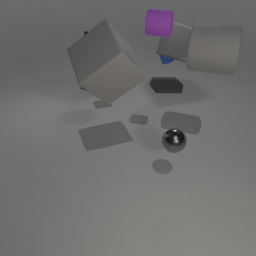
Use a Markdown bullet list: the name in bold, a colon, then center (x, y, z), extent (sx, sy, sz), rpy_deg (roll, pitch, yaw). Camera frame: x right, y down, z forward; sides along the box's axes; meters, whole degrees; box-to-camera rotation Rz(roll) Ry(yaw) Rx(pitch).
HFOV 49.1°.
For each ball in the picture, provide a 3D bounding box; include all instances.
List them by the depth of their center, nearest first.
- **ball**: center (1.317, 0.363, 7.987), extent (0.700, 0.700, 0.700), rpy_deg (0, 33, 0)

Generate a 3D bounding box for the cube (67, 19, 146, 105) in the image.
- **cube**: center (-0.583, -1.772, 7.760), extent (1.400, 1.400, 1.400), rpy_deg (-32, 59, 17)

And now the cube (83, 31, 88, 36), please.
- **cube**: center (-1.333, -3.558, 13.263), extent (1.400, 1.400, 1.400), rpy_deg (23, 11, 21)

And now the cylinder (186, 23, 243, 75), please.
- **cylinder**: center (2.598, -2.372, 8.450), extent (1.400, 1.400, 1.400), rpy_deg (11, 34, 17)

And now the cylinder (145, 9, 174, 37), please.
- **cylinder**: center (0.889, -2.953, 7.888), extent (0.700, 0.700, 0.700), rpy_deg (9, 34, 11)

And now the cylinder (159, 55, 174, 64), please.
- **cylinder**: center (1.919, -3.644, 13.942), extent (0.700, 0.700, 0.700), rpy_deg (-20, 27, 11)

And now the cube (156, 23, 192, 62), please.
- **cube**: center (2.316, -3.845, 12.754), extent (1.400, 1.400, 1.400), rpy_deg (12, 15, -18)
